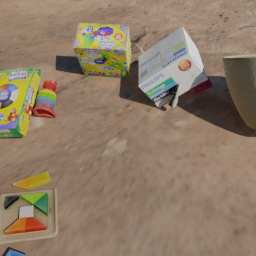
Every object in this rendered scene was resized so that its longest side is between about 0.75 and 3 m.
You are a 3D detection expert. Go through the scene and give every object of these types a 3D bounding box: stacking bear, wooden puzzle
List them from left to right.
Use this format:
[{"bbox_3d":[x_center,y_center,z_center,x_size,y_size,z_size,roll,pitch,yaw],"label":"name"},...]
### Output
[{"bbox_3d":[-2.152,1.783,5.895,1.396,0.242,2.069,-11,42,-16],"label":"wooden puzzle"},{"bbox_3d":[-2.409,-0.929,8.356,0.658,0.616,1.084,5,67,4],"label":"stacking bear"}]

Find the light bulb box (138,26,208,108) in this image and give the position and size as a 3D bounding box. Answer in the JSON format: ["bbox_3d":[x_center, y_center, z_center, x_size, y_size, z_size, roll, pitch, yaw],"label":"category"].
[{"bbox_3d":[1.320,-1.894,8.747,1.781,1.121,1.797,-30,35,27],"label":"light bulb box"}]

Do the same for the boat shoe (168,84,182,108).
[{"bbox_3d":[1.357,-0.958,8.183,0.242,0.801,0.296,28,44,20],"label":"boat shoe"}]

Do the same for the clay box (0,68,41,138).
[{"bbox_3d":[-3.338,-0.850,7.932,1.316,0.545,2.290,-4,62,13],"label":"clay box"}]

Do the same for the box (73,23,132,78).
[{"bbox_3d":[-0.793,-2.618,9.597,1.677,1.615,1.023,5,69,6],"label":"box"}]

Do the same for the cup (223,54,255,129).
[{"bbox_3d":[3.956,-1.002,7.482,2.713,1.940,2.713,-5,15,1],"label":"cup"}]

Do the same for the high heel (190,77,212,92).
[{"bbox_3d":[2.337,-2.115,9.862,1.042,0.731,2.171,0,45,8],"label":"high heel"}]
